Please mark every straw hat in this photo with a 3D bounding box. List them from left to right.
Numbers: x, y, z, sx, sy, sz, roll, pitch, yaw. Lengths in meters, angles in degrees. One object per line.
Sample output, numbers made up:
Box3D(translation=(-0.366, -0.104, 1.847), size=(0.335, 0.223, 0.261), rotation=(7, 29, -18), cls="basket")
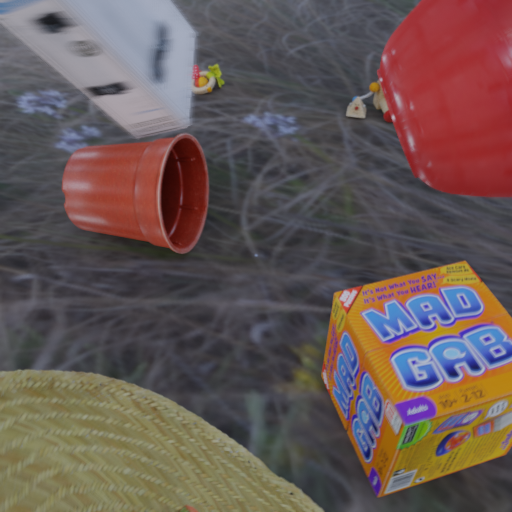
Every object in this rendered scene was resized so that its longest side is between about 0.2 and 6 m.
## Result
Box3D(translation=(-0.850, 3.076, 4.033), size=(4.652, 4.652, 1.969), rotation=(42, 102, 34), cls="straw hat")

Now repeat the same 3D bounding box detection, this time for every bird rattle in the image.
Box3D(translation=(-1.202, -3.890, 12.328), size=(0.920, 0.518, 0.750), rotation=(7, 62, 11), cls="bird rattle")

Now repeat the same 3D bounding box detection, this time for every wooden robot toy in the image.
Box3D(translation=(2.941, -3.440, 11.440), size=(2.294, 1.041, 1.011), rotation=(-10, 45, -9), cls="wooden robot toy")

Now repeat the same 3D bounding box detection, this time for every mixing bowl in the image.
Box3D(translation=(2.321, -1.767, 6.316), size=(1.524, 2.815, 2.815), rotation=(-20, 41, 20), cls="mixing bowl")

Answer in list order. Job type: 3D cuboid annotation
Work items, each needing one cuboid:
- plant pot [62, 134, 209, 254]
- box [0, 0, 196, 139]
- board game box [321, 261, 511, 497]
Box3D(translation=(-1.866, -0.999, 8.644), size=(1.744, 1.793, 1.793), rotation=(5, 45, 17), cls="plant pot")
Box3D(translation=(-2.140, -3.325, 7.836), size=(1.002, 3.334, 1.945), rotation=(-8, 69, 23), cls="box")
Box3D(translation=(1.846, 1.341, 6.218), size=(1.645, 1.647, 1.646), rotation=(-12, 46, -12), cls="board game box")
